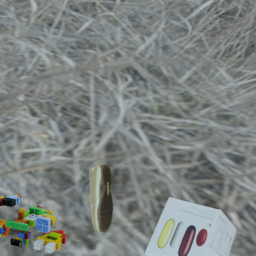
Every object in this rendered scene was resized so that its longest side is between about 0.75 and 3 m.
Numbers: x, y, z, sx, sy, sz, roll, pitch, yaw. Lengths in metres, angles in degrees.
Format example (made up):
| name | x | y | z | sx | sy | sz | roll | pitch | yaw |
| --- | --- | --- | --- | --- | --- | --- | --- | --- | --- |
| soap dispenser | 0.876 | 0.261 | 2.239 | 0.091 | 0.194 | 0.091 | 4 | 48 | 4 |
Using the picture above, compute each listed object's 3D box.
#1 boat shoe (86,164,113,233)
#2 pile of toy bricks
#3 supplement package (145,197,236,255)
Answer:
| name | x | y | z | sx | sy | sz | roll | pitch | yaw |
| --- | --- | --- | --- | --- | --- | --- | --- | --- | --- |
| boat shoe | -0.764 | 1.770 | 7.046 | 0.629 | 0.592 | 1.651 | -15 | 59 | 26 |
| pile of toy bricks | -2.312 | 2.107 | 6.615 | 1.978 | 0.977 | 1.097 | 7 | 97 | 18 |
| supplement package | 1.356 | 2.451 | 6.041 | 1.321 | 1.016 | 1.381 | 1 | 53 | 46 |
